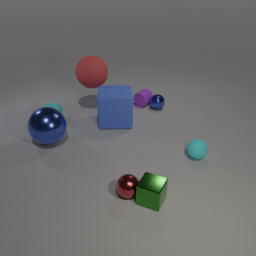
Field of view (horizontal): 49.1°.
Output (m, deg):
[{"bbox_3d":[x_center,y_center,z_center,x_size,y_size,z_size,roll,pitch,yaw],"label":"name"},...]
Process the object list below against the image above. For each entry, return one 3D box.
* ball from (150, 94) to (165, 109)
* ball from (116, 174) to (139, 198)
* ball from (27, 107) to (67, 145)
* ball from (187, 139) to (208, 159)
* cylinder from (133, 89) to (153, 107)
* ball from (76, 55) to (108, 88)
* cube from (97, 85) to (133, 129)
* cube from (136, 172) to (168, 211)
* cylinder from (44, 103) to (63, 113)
[{"bbox_3d":[1.366,-1.219,13.004,0.700,0.700,0.700,0,31,0],"label":"ball"},{"bbox_3d":[0.007,1.681,8.121,0.700,0.700,0.700,0,31,0],"label":"ball"},{"bbox_3d":[-2.972,-0.078,10.339,1.400,1.400,1.400,0,31,0],"label":"ball"},{"bbox_3d":[2.402,0.736,9.704,0.700,0.700,0.700,0,31,0],"label":"ball"},{"bbox_3d":[0.729,-1.443,13.370,0.700,0.700,0.700,20,37,30],"label":"cylinder"},{"bbox_3d":[-1.561,-2.420,12.131,1.400,1.400,1.400,0,31,0],"label":"ball"},{"bbox_3d":[-0.534,-0.898,11.751,1.400,1.400,1.400,-1,30,-2],"label":"cube"},{"bbox_3d":[0.677,1.792,7.948,0.700,0.700,0.700,13,33,21],"label":"cube"},{"bbox_3d":[-3.204,-0.706,11.893,0.700,0.700,0.700,0,5,0],"label":"cylinder"}]
